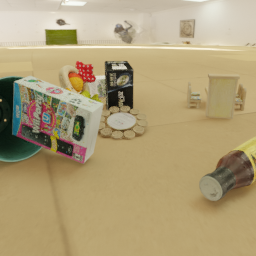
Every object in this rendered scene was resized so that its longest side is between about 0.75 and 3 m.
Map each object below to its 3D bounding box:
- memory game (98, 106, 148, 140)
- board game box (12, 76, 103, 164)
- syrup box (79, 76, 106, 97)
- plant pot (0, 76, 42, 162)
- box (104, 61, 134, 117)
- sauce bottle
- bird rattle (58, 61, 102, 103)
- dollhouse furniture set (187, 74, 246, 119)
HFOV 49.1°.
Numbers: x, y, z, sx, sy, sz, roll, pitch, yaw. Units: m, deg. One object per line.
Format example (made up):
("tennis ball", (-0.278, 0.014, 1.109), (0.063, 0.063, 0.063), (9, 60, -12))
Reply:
("memory game", (-0.251, -0.227, 10.173), (2.018, 0.129, 2.018), (-1, 37, 0))
("board game box", (-1.968, -0.228, 7.672), (2.290, 1.690, 0.736), (21, 30, 11))
("syrup box", (-1.319, -2.221, 14.833), (2.472, 0.973, 1.006), (-8, 22, -17))
("plant pot", (-3.751, -0.337, 8.326), (1.909, 2.378, 2.378), (9, 21, 42))
("box", (-0.420, -1.683, 11.972), (1.076, 2.046, 2.498), (-2, 20, -6))
("sauce bottle", (2.771, 0.951, 6.818), (2.823, 0.932, 0.932), (-22, 30, -38))
("bird rattle", (-1.914, -1.742, 11.079), (1.372, 2.436, 1.986), (-16, -21, 25))
("dollhouse furniture set", (3.947, -1.679, 12.364), (2.479, 1.756, 2.699), (4, 22, 9))
